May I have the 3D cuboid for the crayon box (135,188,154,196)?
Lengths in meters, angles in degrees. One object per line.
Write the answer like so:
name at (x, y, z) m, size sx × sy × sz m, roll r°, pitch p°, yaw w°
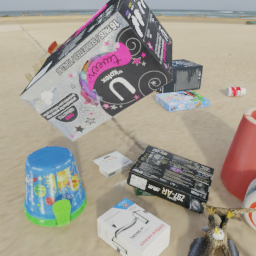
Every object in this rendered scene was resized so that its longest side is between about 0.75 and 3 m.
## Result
crayon box at (0.507, 1.353, 7.329) m, size 0.652 × 0.261 × 1.027 m, roll 1°, pitch 26°, yaw -1°

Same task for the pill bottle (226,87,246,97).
pill bottle at (5.171, -1.741, 13.410) m, size 0.832 × 0.467 × 0.467 m, roll -1°, pitch 26°, yaw -2°

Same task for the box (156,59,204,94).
box at (2.351, -2.691, 14.444) m, size 2.357 × 1.262 × 1.749 m, roll -12°, pitch 29°, yaw -23°

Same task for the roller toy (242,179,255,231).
roller toy at (3.015, 1.640, 5.758) m, size 1.159 × 1.270 × 0.888 m, roll -10°, pitch 17°, yaw 37°

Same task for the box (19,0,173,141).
box at (-0.630, -1.347, 6.354) m, size 2.979 × 1.709 × 1.969 m, roll -31°, pitch 30°, yaw 30°

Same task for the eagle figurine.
eagle figurine at (1.654, 2.182, 5.108) m, size 1.199 × 1.192 × 1.580 m, roll -29°, pitch 38°, yaw 44°

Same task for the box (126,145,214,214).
box at (1.108, 1.197, 7.011) m, size 1.894 × 0.412 × 1.517 m, roll 19°, pitch 27°, yaw 14°

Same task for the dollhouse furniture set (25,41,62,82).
dollhouse furniture set at (-2.064, -2.015, 8.971) m, size 1.259 × 0.952 × 2.340 m, roll -7°, pitch 40°, yaw 20°

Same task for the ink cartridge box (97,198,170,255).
ink cartridge box at (0.114, 2.063, 5.603) m, size 1.216 × 0.513 × 0.888 m, roll 22°, pitch 33°, yaw 37°

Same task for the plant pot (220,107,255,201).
plant pot at (3.547, 0.606, 7.004) m, size 2.169 × 1.919 × 2.169 m, roll 0°, pitch 27°, yaw 0°

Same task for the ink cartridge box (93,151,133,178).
ink cartridge box at (-0.443, 1.033, 8.071) m, size 0.900 × 0.196 × 0.782 m, roll -19°, pitch 31°, yaw -34°

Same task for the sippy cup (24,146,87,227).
sippy cup at (-1.700, 1.212, 6.352) m, size 1.880 × 1.378 × 1.476 m, roll 15°, pitch 31°, yaw 27°

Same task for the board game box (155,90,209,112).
board game box at (2.377, -1.233, 12.503) m, size 1.933 × 0.354 × 1.462 m, roll -10°, pitch 28°, yaw -17°
